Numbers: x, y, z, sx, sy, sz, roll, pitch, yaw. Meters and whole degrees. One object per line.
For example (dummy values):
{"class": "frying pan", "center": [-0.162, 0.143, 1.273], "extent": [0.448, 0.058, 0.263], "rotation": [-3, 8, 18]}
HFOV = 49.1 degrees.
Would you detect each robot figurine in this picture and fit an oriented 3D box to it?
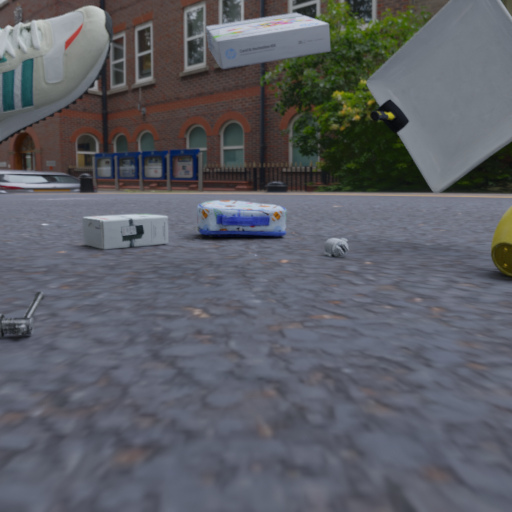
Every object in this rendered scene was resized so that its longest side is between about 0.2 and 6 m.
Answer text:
{"class": "robot figurine", "center": [1.347, -0.140, 9.452], "extent": [0.448, 0.298, 0.528], "rotation": [-37, 19, -13]}

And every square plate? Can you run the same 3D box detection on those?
{"class": "square plate", "center": [3.957, -3.222, 10.898], "extent": [0.422, 2.968, 2.940], "rotation": [-10, -23, -46]}

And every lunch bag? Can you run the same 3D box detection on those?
{"class": "lunch bag", "center": [-0.380, -0.796, 12.534], "extent": [2.046, 0.773, 1.639], "rotation": [0, 10, -10]}

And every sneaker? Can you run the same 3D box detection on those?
{"class": "sneaker", "center": [-3.689, -2.749, 8.085], "extent": [3.362, 1.184, 1.572], "rotation": [-23, -30, 19]}

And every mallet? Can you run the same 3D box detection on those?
{"class": "mallet", "center": [2.282, -2.596, 10.121], "extent": [0.384, 0.615, 1.868], "rotation": [-42, -13, 26]}

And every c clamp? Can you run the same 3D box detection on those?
{"class": "c clamp", "center": [-2.743, 0.646, 4.294], "extent": [1.983, 0.269, 1.694], "rotation": [-1, 13, -16]}

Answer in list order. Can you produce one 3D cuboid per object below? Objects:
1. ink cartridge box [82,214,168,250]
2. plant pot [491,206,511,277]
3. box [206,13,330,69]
{"class": "ink cartridge box", "center": [-2.557, -0.492, 10.949], "extent": [1.379, 0.573, 1.011], "rotation": [-6, 10, -37]}
{"class": "plant pot", "center": [3.561, -0.116, 7.426], "extent": [0.742, 1.046, 1.046], "rotation": [-33, 23, -26]}
{"class": "box", "center": [0.096, -3.298, 8.495], "extent": [1.570, 0.415, 2.014], "rotation": [-10, 29, -4]}
